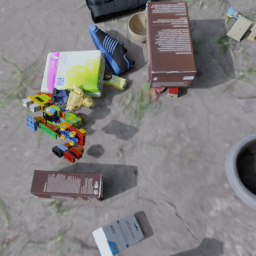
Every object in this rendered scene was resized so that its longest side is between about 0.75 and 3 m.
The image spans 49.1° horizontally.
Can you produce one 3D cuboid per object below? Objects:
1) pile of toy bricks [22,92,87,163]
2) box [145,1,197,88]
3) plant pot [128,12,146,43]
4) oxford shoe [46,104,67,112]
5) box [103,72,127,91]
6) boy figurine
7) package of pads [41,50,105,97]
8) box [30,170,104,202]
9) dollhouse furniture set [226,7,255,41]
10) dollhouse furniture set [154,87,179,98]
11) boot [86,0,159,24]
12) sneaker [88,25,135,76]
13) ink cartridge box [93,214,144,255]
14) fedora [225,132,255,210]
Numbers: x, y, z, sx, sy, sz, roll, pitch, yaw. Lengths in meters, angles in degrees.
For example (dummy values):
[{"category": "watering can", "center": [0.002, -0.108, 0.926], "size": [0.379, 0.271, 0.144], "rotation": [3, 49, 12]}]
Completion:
[{"category": "pile of toy bricks", "center": [-2.062, -0.132, 9.074], "size": [2.668, 1.480, 1.317], "rotation": [31, 42, 27]}, {"category": "box", "center": [1.334, -2.762, 9.240], "size": [1.394, 1.043, 2.784], "rotation": [-1, 67, -1]}, {"category": "plant pot", "center": [0.557, -3.658, 10.564], "size": [1.102, 0.740, 1.102], "rotation": [0, 68, 0]}, {"category": "oxford shoe", "center": [-2.346, -0.694, 9.687], "size": [0.932, 0.350, 0.269], "rotation": [-21, 111, -16]}, {"category": "box", "center": [-0.553, -1.693, 10.066], "size": [0.998, 0.250, 0.376], "rotation": [20, 72, 7]}, {"category": "boy figurine", "center": [-1.748, -0.989, 9.127], "size": [1.392, 0.448, 0.865], "rotation": [6, 106, -29]}, {"category": "package of pads", "center": [-1.867, -1.895, 9.796], "size": [2.076, 0.708, 1.604], "rotation": [0, 69, 9]}, {"category": "box", "center": [-1.747, 1.737, 8.346], "size": [1.987, 0.995, 0.744], "rotation": [2, 69, 0]}, {"category": "dollhouse furniture set", "center": [4.362, -3.994, 10.959], "size": [1.133, 0.783, 1.200], "rotation": [20, 36, -15]}, {"category": "dollhouse furniture set", "center": [1.356, -2.111, 9.941], "size": [1.030, 0.779, 1.915], "rotation": [6, 69, 2]}, {"category": "boot", "center": [-0.435, -5.583, 11.299], "size": [2.767, 0.908, 2.280], "rotation": [-21, 68, -3]}, {"category": "sneaker", "center": [-0.616, -2.969, 10.302], "size": [0.873, 0.785, 2.240], "rotation": [-30, 80, -8]}, {"category": "ink cartridge box", "center": [-0.245, 3.032, 7.907], "size": [1.355, 0.460, 0.786], "rotation": [-3, 61, -49]}, {"category": "fedora", "center": [4.380, 1.387, 8.247], "size": [2.915, 1.316, 2.578], "rotation": [0, 66, 15]}]
